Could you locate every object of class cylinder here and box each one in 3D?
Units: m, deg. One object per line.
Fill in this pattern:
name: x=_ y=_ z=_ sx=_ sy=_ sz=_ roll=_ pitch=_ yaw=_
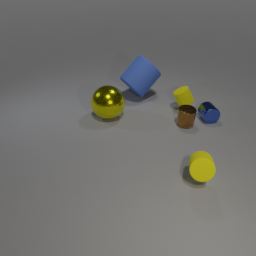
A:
cylinder: x=2.100 y=1.084 z=7.988 sx=0.700 sy=0.700 sz=0.700 roll=6 pitch=13 yaw=10
cylinder: x=0.582 y=-2.414 z=13.085 sx=1.400 sy=1.400 sz=1.400 roll=-49 pitch=40 yaw=3
cylinder: x=2.422 y=-1.353 z=12.182 sx=0.700 sy=0.700 sz=0.700 roll=-26 pitch=22 yaw=11
cylinder: x=3.328 y=-0.637 z=11.526 sx=0.700 sy=0.700 sz=0.700 roll=-5 pitch=31 yaw=-8
cylinder: x=2.318 y=-0.464 z=11.126 sx=0.700 sy=0.700 sz=0.700 roll=1 pitch=36 yaw=-1

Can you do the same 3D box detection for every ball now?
ball: x=-0.825 y=-1.057 z=11.535 sx=1.400 sy=1.400 sz=1.400 roll=0 pitch=31 yaw=0
